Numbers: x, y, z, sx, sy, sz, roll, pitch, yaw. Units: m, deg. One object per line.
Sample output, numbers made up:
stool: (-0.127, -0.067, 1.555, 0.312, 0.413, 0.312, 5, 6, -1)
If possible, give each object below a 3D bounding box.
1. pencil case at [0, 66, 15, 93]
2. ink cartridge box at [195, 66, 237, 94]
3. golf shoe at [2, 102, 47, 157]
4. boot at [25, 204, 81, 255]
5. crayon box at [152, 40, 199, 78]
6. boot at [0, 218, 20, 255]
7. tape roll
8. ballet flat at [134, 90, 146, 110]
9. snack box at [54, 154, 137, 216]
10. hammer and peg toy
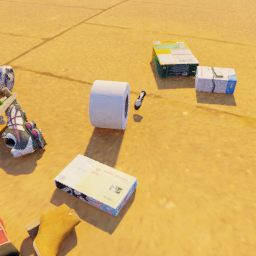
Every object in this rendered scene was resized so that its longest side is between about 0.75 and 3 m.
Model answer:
pencil case: (-5.769, -2.021, 10.994, 2.670, 1.194, 1.039, 6, 37, 6)
ink cartridge box: (3.527, -1.957, 11.354, 1.497, 0.630, 1.082, 6, 38, 7)
golf shoe: (-3.499, -0.013, 8.713, 1.037, 0.908, 2.353, -33, 47, -23)
boot: (-1.475, 2.294, 5.999, 1.084, 0.533, 1.515, -25, 39, -24)
crayon box: (2.083, -3.245, 12.954, 1.675, 0.687, 2.665, -3, 39, -4)
boot: (-3.383, 2.666, 5.356, 2.277, 0.824, 1.642, -24, 45, -33)
tape roll: (-0.559, -0.746, 9.080, 1.057, 1.540, 1.540, 5, 38, 8)
ballet flat: (0.410, -1.012, 9.997, 0.266, 0.267, 0.781, 21, 80, 10)
snack box: (-0.830, 1.422, 7.269, 1.873, 0.347, 1.088, 19, 42, 23)
hammer and peg toy: (-4.461, -0.342, 8.760, 1.565, 0.750, 2.128, -20, 30, 19)
